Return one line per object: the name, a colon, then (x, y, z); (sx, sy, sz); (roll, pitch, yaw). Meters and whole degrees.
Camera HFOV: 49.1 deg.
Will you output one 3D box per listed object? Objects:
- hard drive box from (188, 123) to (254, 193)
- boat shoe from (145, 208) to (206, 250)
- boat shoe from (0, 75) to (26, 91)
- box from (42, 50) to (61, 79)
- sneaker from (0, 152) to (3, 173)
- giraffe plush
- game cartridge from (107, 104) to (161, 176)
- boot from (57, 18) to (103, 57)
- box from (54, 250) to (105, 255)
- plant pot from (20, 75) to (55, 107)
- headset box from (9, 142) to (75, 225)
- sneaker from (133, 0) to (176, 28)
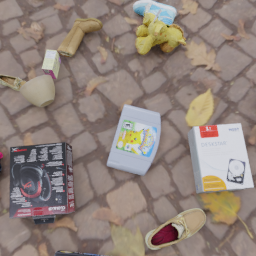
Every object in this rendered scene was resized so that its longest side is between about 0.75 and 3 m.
hard drive box: (3.478, 1.175, 10.762); (1.916, 0.944, 2.458); (-5, 73, -2)
boat shoe: (1.786, 3.675, 10.067); (2.445, 0.812, 0.905); (-28, 75, -8)
boat shoe: (-4.922, -1.947, 11.980); (1.376, 0.431, 0.504); (13, 73, 4)
box: (-3.269, -2.722, 12.012); (0.451, 0.820, 0.932); (8, 73, 2)
sneaker: (-5.225, 1.809, 10.656); (0.735, 0.794, 1.969); (-6, 73, -4)
giraffe plush: (1.520, -3.987, 12.093); (1.738, 2.143, 1.849); (13, 67, -26)
game cartridge: (0.353, 0.463, 11.234); (1.781, 0.541, 2.671); (15, 74, 1)
boot: (-2.107, -3.967, 12.403); (1.606, 0.606, 1.834); (13, 70, 33)
box: (-1.493, 5.618, 9.611); (2.387, 0.597, 2.405); (7, 73, 1)
plant pot: (-3.531, -1.401, 11.406); (1.388, 1.388, 0.932); (-30, 89, -9)
headset box: (-3.140, 2.058, 10.319); (2.109, 1.064, 2.837); (-6, 77, 2)
sneaker: (1.121, -4.997, 12.724); (2.025, 0.805, 1.322); (11, 72, 4)
